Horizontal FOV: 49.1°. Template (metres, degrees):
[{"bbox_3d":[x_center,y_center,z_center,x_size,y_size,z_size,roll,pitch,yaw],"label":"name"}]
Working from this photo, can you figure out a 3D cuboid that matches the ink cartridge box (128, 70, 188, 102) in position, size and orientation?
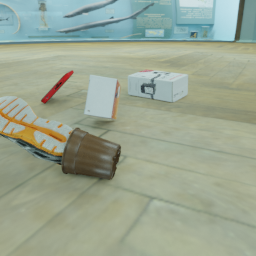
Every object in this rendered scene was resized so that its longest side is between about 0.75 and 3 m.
[{"bbox_3d":[1.224,-1.730,11.216,2.018,0.841,1.465,14,27,32],"label":"ink cartridge box"}]

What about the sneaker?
[{"bbox_3d":[-2.044,0.108,5.727,2.195,0.848,0.859,29,55,12],"label":"sneaker"}]

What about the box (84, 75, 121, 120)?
[{"bbox_3d":[-0.671,-0.809,7.901,0.746,1.068,1.403,9,1,3],"label":"box"}]

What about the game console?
[{"bbox_3d":[-2.585,-1.538,10.299,1.427,0.222,1.262,-43,17,13],"label":"game console"}]

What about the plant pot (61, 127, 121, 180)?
[{"bbox_3d":[-0.667,0.555,5.429,0.930,0.940,0.940,15,23,7],"label":"plant pot"}]
